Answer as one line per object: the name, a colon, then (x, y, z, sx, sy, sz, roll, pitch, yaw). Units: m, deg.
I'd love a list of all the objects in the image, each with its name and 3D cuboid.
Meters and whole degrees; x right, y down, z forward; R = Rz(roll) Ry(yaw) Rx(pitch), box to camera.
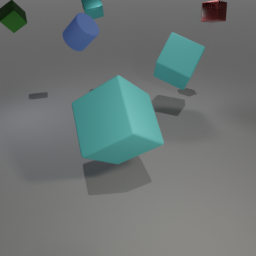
cube: (1.968, -2.583, 11.031, 1.400, 1.400, 1.400, 26, -10, 5)
cube: (3.331, -4.491, 10.837, 0.700, 0.700, 0.700, -15, 21, -42)
cube: (-1.362, -4.644, 10.643, 0.700, 0.700, 0.700, -17, -12, -4)
cube: (-4.302, -4.160, 10.461, 0.700, 0.700, 0.700, -28, 59, 15)
cube: (-0.236, -0.105, 6.487, 1.400, 1.400, 1.400, -26, -25, 25)
cylinder: (-1.231, -2.492, 7.314, 0.700, 0.700, 0.700, -32, 6, 38)
